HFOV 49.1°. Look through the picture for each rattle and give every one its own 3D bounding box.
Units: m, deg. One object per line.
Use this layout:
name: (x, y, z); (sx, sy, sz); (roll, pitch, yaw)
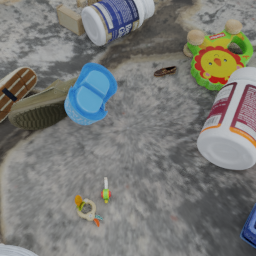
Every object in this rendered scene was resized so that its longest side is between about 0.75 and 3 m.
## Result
rattle: (-0.973, 2.077, 7.090); (0.519, 0.569, 0.797); (-20, 50, -36)

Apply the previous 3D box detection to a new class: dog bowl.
dog bowl: (-1.111, -0.988, 8.282); (1.239, 0.551, 2.223); (35, 45, -18)

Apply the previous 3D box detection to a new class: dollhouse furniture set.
dollhouse furniture set: (-1.509, -5.208, 11.364); (1.200, 1.404, 2.710); (35, 63, 19)

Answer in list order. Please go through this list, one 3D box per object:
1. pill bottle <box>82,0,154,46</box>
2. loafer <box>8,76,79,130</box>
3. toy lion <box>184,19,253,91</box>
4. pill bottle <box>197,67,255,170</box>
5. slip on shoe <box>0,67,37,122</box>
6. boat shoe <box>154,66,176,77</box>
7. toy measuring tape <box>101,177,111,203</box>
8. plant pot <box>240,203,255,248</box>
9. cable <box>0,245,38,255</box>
pill bottle: (-0.318, -4.316, 10.728); (2.605, 1.447, 1.447); (-32, 62, -18)
loafer: (-2.254, -0.839, 8.731); (2.937, 1.117, 0.990); (-20, 57, -24)
toy lion: (3.347, -2.507, 10.014); (2.593, 0.890, 2.485); (-20, 66, -13)
pill bottle: (3.180, -0.345, 8.041); (1.586, 1.586, 2.778); (24, 61, 15)
slip on shoe: (-4.100, -0.951, 8.948); (2.721, 1.034, 0.824); (-51, 29, -18)
boat shoe: (1.310, -2.032, 9.933); (0.824, 0.290, 0.290); (-15, 60, -8)
toy measuring tape: (-0.594, 1.644, 7.531); (0.278, 0.278, 0.755); (-3, 57, -2)
plant pot: (3.436, 2.337, 6.541); (1.278, 1.149, 1.278); (31, 63, 19)
cable: (-2.606, 3.580, 5.339); (2.526, 0.875, 2.526); (-43, 91, -13)
